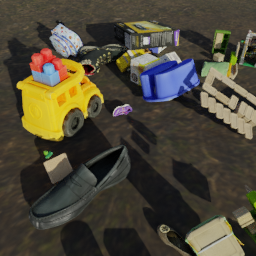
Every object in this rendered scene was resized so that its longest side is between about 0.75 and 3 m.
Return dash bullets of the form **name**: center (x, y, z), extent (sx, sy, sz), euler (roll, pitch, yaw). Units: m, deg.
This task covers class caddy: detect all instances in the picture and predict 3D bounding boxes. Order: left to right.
- **caddy**: center (1.583, -1.709, 10.631), extent (2.431, 1.276, 1.719), euler (-30, 24, -32)

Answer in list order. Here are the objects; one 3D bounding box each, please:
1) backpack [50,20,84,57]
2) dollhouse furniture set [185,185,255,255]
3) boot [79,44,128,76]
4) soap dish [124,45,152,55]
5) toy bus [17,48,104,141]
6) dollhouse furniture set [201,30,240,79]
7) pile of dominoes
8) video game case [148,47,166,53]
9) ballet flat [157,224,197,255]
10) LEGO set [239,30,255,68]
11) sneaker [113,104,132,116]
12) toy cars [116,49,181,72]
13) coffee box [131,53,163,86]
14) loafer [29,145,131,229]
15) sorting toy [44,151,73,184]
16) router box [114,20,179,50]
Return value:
- **backpack**: center (-2.927, -4.165, 13.561), extent (1.486, 1.560, 1.202), euler (26, 75, 19)
- **dollhouse furniture set**: center (2.017, 2.011, 5.765), extent (1.653, 1.083, 0.829), euler (-31, 15, 5)
- **boot**: center (-1.167, -3.032, 12.652), extent (2.292, 0.827, 1.731), euler (1, 42, 3)
- **soap dish**: center (0.416, -3.580, 13.461), extent (1.113, 0.574, 1.414), euler (-17, 43, -18)
- **toy bus**: center (-2.157, -1.341, 9.067), extent (1.842, 2.606, 2.714), euler (19, 41, 24)
- **dollhouse furniture set**: center (4.298, -3.425, 12.827), extent (1.477, 1.141, 2.955), euler (10, 40, 13)
- **pile of dominoes**: center (3.320, -0.781, 9.288), extent (2.242, 0.357, 1.747), euler (34, 59, -3)
- **video game case**: center (1.130, -4.752, 15.014), extent (2.134, 0.485, 1.934), euler (22, 43, 25)
- **ballet flat**: center (1.106, 2.493, 6.035), extent (0.403, 0.277, 1.195), euler (-25, 48, -32)
- **LEGO set**: center (6.534, -3.809, 12.898), extent (2.839, 1.645, 2.183), euler (24, 45, 28)
- **sneaker**: center (-0.185, -0.604, 9.963), extent (0.792, 0.319, 0.331), euler (-25, 51, -29)
- **toy cars**: center (0.885, -2.981, 12.250), extent (2.886, 0.639, 1.294), euler (10, 73, 10)
- **coffee box**: center (0.768, -2.389, 11.648), extent (0.980, 0.979, 0.969), euler (-30, 47, -32)
- **loafer**: center (-1.124, 1.330, 6.933), extent (2.920, 1.025, 0.992), euler (-30, 47, -32)
- **sorting toy**: center (-1.906, 0.950, 7.511), extent (0.672, 0.134, 0.909), euler (-26, 84, 4)
- **router box**: center (0.773, -4.458, 13.283), extent (2.266, 0.753, 2.883), euler (-10, 30, -15)
